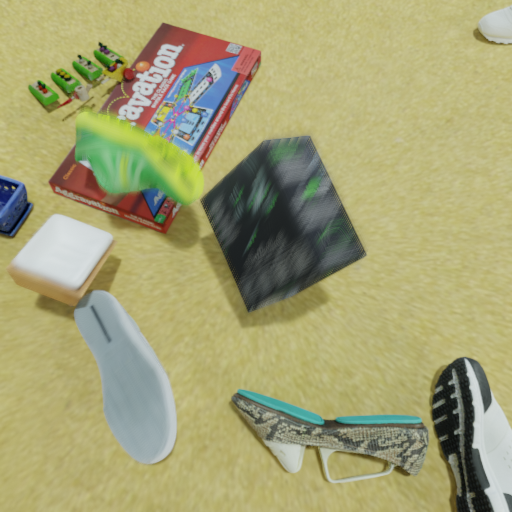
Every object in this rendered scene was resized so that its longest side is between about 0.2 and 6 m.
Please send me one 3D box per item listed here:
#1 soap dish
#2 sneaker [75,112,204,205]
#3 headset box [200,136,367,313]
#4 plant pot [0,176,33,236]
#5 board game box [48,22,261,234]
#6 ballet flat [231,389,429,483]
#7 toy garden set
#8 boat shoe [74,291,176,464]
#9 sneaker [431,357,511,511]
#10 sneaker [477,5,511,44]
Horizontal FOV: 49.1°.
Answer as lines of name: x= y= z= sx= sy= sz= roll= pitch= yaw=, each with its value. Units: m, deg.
soap dish: x=-2.956 y=0.063 z=8.661 sx=1.139 sy=0.588 sz=1.448 roll=21 pitch=37 yaw=-3
sneaker: x=-1.890 y=-1.419 z=8.971 sx=2.581 sy=1.079 sz=0.956 roll=31 pitch=24 yaw=23
headset box: x=0.288 y=-0.502 z=8.203 sx=0.969 sy=1.819 sz=2.089 roll=-17 pitch=78 yaw=-41
plant pot: x=-4.582 y=-0.879 z=9.973 sx=0.867 sy=0.779 sz=0.867 roll=18 pitch=64 yaw=9
board game box: x=-1.848 y=-2.746 z=11.156 sx=2.378 sy=0.449 sz=4.620 roll=19 pitch=64 yaw=11
ballet flat: x=1.009 y=2.687 z=8.080 sx=2.915 sy=0.989 sz=1.098 roll=8 pitch=82 yaw=3
toy garden set: x=-3.552 y=-3.695 z=11.412 sx=1.925 sy=0.384 sz=1.605 roll=-37 pitch=50 yaw=-18
boat shoe: x=-1.786 y=1.723 z=8.363 sx=1.020 sy=0.926 sz=2.775 roll=-30 pitch=64 yaw=5
sneaker: x=3.352 y=2.826 z=8.043 sx=1.106 sy=1.019 sz=2.765 roll=3 pitch=65 yaw=-16
sneaker: x=6.009 y=-5.274 z=12.228 sx=2.275 sy=0.916 sz=0.869 roll=-8 pitch=64 yaw=-2
